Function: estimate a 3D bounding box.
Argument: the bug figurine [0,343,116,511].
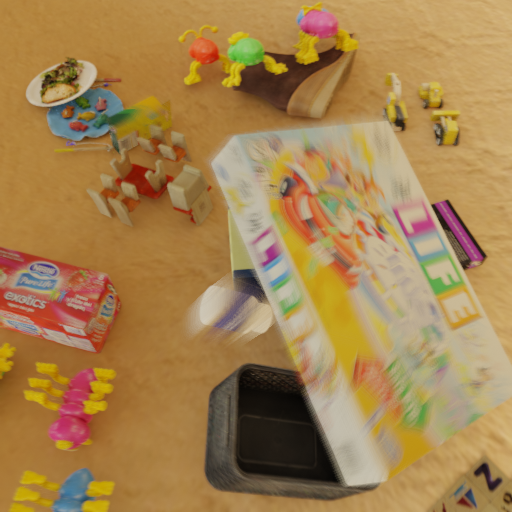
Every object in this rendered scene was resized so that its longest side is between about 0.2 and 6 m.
[{"bbox_3d":[-3.721,2.821,8.151,4.036,1.038,3.129,8,53,9],"label":"bug figurine"}]

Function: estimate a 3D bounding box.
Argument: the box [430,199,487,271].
[{"bbox_3d":[3.003,-0.185,10.385,1.992,0.360,1.424,-16,59,-11],"label":"box"}]

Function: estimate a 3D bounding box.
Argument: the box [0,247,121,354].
[{"bbox_3d":[-3.541,0.731,9.378,2.204,1.099,1.052,13,59,8],"label":"box"}]

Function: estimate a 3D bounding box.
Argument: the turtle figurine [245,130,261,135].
[{"bbox_3d":[0.218,-2.234,11.465,1.122,0.565,0.840,12,22,26],"label":"turtle figurine"}]

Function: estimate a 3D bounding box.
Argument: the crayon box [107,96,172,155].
[{"bbox_3d":[-2.399,-2.760,11.645,1.334,0.847,0.339,-33,70,-21],"label":"crayon box"}]

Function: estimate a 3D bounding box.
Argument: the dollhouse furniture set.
[{"bbox_3d":[-1.887,-1.362,10.922,1.973,1.027,1.994,22,60,26],"label":"dollhouse furniture set"}]

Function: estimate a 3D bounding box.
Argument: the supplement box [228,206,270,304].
[{"bbox_3d":[0.327,-0.091,9.905,1.568,1.053,1.566,-4,59,-2],"label":"supplement box"}]

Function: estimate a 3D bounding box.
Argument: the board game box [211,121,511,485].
[{"bbox_3d":[1.677,0.332,8.278,3.213,0.818,4.779,-15,75,-36],"label":"board game box"}]

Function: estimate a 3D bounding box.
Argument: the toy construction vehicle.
[{"bbox_3d":[3.568,-3.241,12.089,1.563,0.632,1.796,2,58,1],"label":"toy construction vehicle"}]

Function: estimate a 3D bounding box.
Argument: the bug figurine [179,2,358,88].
[{"bbox_3d":[0.333,-4.753,12.241,4.014,1.033,3.112,-21,30,-11],"label":"bug figurine"}]

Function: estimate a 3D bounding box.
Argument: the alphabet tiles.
[{"bbox_3d":[3.839,4.381,7.735,2.429,0.092,2.920,-35,64,-20],"label":"alphabet tiles"}]

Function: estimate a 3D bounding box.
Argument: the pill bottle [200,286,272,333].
[{"bbox_3d":[-0.223,0.643,6.430,0.753,0.451,0.451,16,55,-24],"label":"pill bottle"}]

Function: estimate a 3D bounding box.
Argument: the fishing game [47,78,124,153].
[{"bbox_3d":[-3.755,-3.184,12.226,1.693,0.368,2.364,1,57,0],"label":"fishing game"}]

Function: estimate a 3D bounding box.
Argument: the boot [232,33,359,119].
[{"bbox_3d":[0.948,-4.350,12.568,2.224,0.967,2.673,24,65,12],"label":"boot"}]

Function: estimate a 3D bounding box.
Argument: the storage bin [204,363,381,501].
[{"bbox_3d":[0.505,2.513,7.869,2.224,1.043,1.504,13,57,-19],"label":"storage bin"}]

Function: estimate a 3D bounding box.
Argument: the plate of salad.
[{"bbox_3d":[-4.384,-3.928,12.501,1.657,0.398,1.657,-7,51,9],"label":"plate of salad"}]
